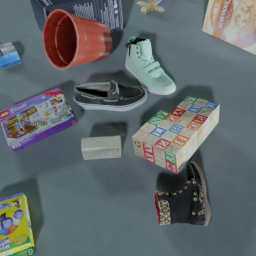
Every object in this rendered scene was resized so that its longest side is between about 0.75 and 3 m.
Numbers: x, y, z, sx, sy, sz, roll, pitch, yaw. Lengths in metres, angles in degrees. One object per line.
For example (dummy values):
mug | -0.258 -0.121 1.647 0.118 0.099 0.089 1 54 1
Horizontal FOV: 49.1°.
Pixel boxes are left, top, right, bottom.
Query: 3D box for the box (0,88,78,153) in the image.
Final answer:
box | -2.575 -0.279 7.996 1.935 0.378 1.324 -25 57 -14

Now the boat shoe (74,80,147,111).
boat shoe | -0.514 -1.001 8.383 2.256 0.800 0.813 -6 58 -5

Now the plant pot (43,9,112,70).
plant pot | -1.541 -2.840 9.162 1.764 1.764 1.716 40 35 27

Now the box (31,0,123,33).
box | -1.930 -4.366 10.512 2.823 1.473 2.089 -23 45 -19

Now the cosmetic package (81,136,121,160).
cosmetic package | -0.689 0.524 7.390 1.021 0.529 0.373 -4 51 -4

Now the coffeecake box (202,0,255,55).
coffeecake box | 4.266 -4.074 10.081 2.696 2.070 0.985 35 59 25

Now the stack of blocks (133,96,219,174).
stack of blocks | 1.334 0.034 7.499 1.302 0.662 2.260 22 49 34

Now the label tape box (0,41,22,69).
label tape box | -4.350 -2.616 10.031 0.732 0.338 1.021 -26 54 -19

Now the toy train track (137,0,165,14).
toy train track | 1.247 -5.807 12.571 1.319 0.374 2.299 26 55 19

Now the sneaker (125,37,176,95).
sneaker | 0.671 -2.036 8.935 0.817 1.309 2.219 -33 58 -24

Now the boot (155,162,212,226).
boot | 1.221 1.535 6.576 1.190 0.578 1.580 -4 57 -3

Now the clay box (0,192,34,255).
clay box | -2.584 2.213 6.149 0.821 0.340 1.429 -17 53 -12
